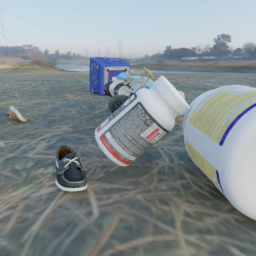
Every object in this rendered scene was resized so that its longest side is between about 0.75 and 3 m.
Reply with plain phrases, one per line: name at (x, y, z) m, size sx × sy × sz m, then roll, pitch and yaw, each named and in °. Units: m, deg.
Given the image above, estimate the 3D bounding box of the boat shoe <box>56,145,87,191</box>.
boat shoe at (-1.204, 0.811, 5.713) m, size 0.579 × 0.545 × 1.613 m, roll -4°, pitch 16°, yaw -20°

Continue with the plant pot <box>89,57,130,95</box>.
plant pot at (-1.153, -3.459, 19.078) m, size 2.433 × 2.433 × 2.188 m, roll -7°, pitch 23°, yaw -25°

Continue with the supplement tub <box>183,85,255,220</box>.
supplement tub at (2.151, 0.236, 5.101) m, size 1.935 × 1.935 × 2.662 m, roll -1°, pitch 14°, yaw -5°

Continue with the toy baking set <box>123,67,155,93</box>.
toy baking set at (0.439, -1.754, 10.467) m, size 1.104 × 0.167 × 1.439 m, roll -35°, pitch 43°, yaw -2°

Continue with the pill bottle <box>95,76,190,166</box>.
pill bottle at (0.300, -0.143, 5.981) m, size 1.894 × 1.097 × 1.097 m, roll -41°, pitch 5°, yaw 15°

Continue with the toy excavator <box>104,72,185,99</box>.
toy excavator at (0.876, -1.483, 12.100) m, size 2.901 × 2.821 × 1.449 m, roll -39°, pitch 26°, yaw -12°

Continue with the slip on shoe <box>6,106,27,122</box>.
slip on shoe at (-4.452, -0.478, 11.070) m, size 0.452 × 0.567 × 1.492 m, roll -47°, pitch 41°, yaw -13°

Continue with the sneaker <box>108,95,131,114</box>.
sneaker at (0.835, -0.605, 10.394) m, size 2.838 × 1.085 × 1.625 m, roll 1°, pitch 25°, yaw -25°
